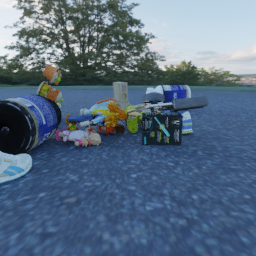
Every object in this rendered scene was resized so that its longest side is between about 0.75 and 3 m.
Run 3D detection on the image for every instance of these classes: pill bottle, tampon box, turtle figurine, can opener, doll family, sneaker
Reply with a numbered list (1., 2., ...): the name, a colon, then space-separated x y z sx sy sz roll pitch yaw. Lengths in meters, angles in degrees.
1. pill bottle: -3.013 -0.194 8.422 1.554 1.554 2.779 1 11 6
2. tampon box: 1.076 0.001 9.020 1.256 0.941 0.793 1 11 3
3. turtle figurine: 0.147 -0.457 11.397 2.829 0.911 2.281 10 17 -16
4. pill bottle: 2.456 -1.889 17.286 2.554 1.478 1.478 -2 11 -6
5. can opener: 1.491 -0.889 8.860 2.070 0.692 0.552 -8 -6 -10
6. doll family: -1.040 -0.269 9.492 1.776 1.289 2.861 5 12 22
7. sneaker: 1.604 -0.314 10.857 0.785 0.873 2.122 -13 16 -42
8. sneaker: -2.693 0.758 5.908 0.633 0.668 1.654 4 11 26

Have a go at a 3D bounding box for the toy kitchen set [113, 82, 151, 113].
1. toy kitchen set: 0.509 -1.472 14.297 1.989 1.794 1.623 -11 16 -29

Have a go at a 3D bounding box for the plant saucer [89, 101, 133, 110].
1. plant saucer: -0.872 -1.232 16.373 2.952 0.568 2.952 0 10 0

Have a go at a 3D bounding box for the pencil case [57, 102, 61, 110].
1. pencil case: -3.765 -0.810 12.626 1.232 1.232 2.788 -1 12 -6

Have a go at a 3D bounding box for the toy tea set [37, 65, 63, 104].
1. toy tea set: -2.762 -1.588 10.651 0.842 1.353 2.276 26 -2 -7

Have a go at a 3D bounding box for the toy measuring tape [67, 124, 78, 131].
1. toy measuring tape: -2.038 0.057 10.260 0.434 0.434 1.180 -3 7 -15
